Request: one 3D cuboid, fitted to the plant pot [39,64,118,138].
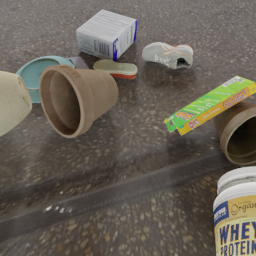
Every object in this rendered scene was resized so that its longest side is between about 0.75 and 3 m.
[{"bbox_3d":[-1.561,-1.157,9.861,2.467,2.467,2.151,38,43,26],"label":"plant pot"}]

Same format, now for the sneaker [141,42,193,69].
[{"bbox_3d":[1.724,-3.081,12.217,2.316,0.877,1.065,1,55,2],"label":"sneaker"}]

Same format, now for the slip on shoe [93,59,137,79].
[{"bbox_3d":[-0.545,-2.427,11.826,1.940,0.594,0.719,11,59,12],"label":"slip on shoe"}]

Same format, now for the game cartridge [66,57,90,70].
[{"bbox_3d":[-2.695,-2.418,11.973,1.978,0.404,1.317,-23,50,-18],"label":"game cartridge"}]

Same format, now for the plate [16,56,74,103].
[{"bbox_3d":[-3.551,-2.158,11.537,2.732,0.349,2.732,-4,53,5],"label":"plate"}]

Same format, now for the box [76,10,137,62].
[{"bbox_3d":[-0.939,-4.291,12.980,1.985,1.132,2.158,24,55,19],"label":"box"}]

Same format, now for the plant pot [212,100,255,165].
[{"bbox_3d":[3.714,-0.105,9.243,2.003,2.003,1.738,-10,36,-8],"label":"plant pot"}]

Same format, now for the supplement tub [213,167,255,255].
[{"bbox_3d":[3.175,2.629,6.689,2.121,2.121,2.938,5,51,4],"label":"supplement tub"}]

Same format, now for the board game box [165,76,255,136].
[{"bbox_3d":[2.636,-0.722,9.369,2.972,0.446,1.420,-29,16,9],"label":"board game box"}]

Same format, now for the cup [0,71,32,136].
[{"bbox_3d":[-4.249,-0.914,9.238,1.746,2.442,2.442,-18,53,-4],"label":"cup"}]
